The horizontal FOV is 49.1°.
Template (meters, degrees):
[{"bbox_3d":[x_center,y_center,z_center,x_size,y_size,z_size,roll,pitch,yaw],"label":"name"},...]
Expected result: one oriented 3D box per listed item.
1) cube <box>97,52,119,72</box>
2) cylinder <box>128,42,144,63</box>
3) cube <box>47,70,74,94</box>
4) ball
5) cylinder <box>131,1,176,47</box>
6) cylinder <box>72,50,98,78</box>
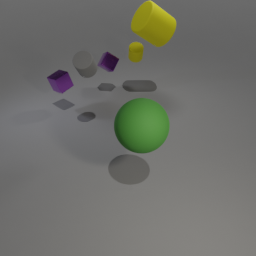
[{"bbox_3d":[-0.961,-3.189,13.584,0.700,0.700,0.700,27,-2,-23],"label":"cube"},{"bbox_3d":[0.380,-3.642,13.491,0.700,0.700,0.700,1,63,-2],"label":"cylinder"},{"bbox_3d":[-2.904,-2.000,12.041,0.700,0.700,0.700,22,53,42],"label":"cube"},{"bbox_3d":[0.346,-0.057,7.080,1.400,1.400,1.400,0,32,0],"label":"ball"},{"bbox_3d":[1.080,-4.386,11.892,1.400,1.400,1.400,21,19,-34],"label":"cylinder"},{"bbox_3d":[-1.468,-2.182,9.629,0.700,0.700,0.700,-2,74,8],"label":"cylinder"}]
